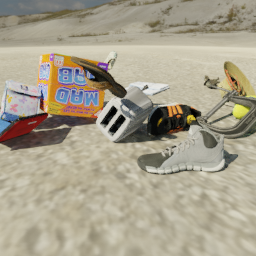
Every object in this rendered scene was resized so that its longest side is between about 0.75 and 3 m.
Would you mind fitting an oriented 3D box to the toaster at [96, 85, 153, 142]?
[{"bbox_3d":[-0.095,-0.406,8.225,1.053,1.854,1.197,47,42,6],"label":"toaster"}]

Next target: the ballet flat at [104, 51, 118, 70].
[{"bbox_3d":[-0.650,-2.315,10.014,0.387,0.387,1.079,-9,-19,-23],"label":"ballet flat"}]

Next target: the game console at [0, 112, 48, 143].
[{"bbox_3d":[-3.450,-0.233,8.141,1.483,1.021,1.721,-38,1,15],"label":"game console"}]

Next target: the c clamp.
[{"bbox_3d":[3.370,-0.584,9.731,2.419,0.383,2.831,18,44,36],"label":"c clamp"}]

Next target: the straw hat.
[{"bbox_3d":[4.645,-1.804,12.688,1.046,2.473,2.473,-38,-7,39],"label":"straw hat"}]

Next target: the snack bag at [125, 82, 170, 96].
[{"bbox_3d":[0.902,-2.152,14.951,2.003,0.227,2.125,13,24,31],"label":"snack bag"}]

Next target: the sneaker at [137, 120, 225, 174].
[{"bbox_3d":[1.269,0.386,6.653,2.119,1.224,0.795,-1,20,-5],"label":"sneaker"}]

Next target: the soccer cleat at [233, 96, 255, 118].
[{"bbox_3d":[4.972,-0.773,10.454,2.425,0.784,1.015,-11,27,-27],"label":"soccer cleat"}]

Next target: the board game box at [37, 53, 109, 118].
[{"bbox_3d":[-2.050,-1.503,9.942,1.914,1.913,1.913,3,10,-30],"label":"board game box"}]

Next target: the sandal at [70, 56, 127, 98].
[{"bbox_3d":[-0.666,-1.061,6.477,0.710,0.475,1.739,25,-8,37],"label":"sandal"}]

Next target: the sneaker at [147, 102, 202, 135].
[{"bbox_3d":[1.566,-0.323,9.096,1.097,0.853,2.438,10,20,33],"label":"sneaker"}]

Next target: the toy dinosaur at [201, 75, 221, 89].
[{"bbox_3d":[4.607,-2.389,15.250,0.916,0.689,1.791,-10,26,6],"label":"toy dinosaur"}]

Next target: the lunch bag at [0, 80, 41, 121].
[{"bbox_3d":[-3.468,-0.882,9.072,1.113,1.313,0.834,14,-28,-31],"label":"lunch bag"}]
